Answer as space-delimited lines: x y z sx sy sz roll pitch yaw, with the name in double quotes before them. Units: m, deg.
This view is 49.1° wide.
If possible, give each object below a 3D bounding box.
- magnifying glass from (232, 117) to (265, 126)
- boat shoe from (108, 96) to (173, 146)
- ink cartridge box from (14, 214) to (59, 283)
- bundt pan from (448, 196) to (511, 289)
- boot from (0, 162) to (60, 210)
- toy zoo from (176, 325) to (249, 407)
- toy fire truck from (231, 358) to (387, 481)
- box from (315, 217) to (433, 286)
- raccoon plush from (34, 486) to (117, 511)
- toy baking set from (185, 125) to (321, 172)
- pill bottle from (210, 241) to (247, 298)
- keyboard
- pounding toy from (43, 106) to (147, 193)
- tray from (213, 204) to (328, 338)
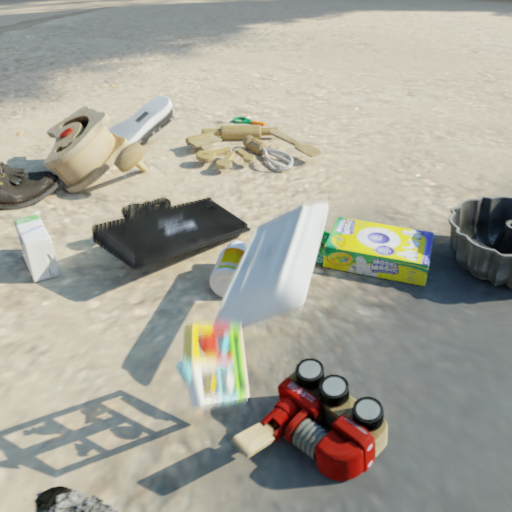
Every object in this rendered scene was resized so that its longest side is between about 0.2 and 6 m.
"magnifying glass" -0.238 -4.246 17.763 1.116 0.125 0.444 14 35 24
"boat shoe" -3.336 -3.498 15.865 0.891 0.845 2.550 32 68 27
"ink cartridge box" -4.214 -0.157 10.742 0.504 0.837 1.152 -18 37 -26
"bundt pan" 4.883 -0.204 10.739 2.486 0.933 2.486 0 34 0
"boot" -6.123 -2.331 12.442 3.030 2.638 1.049 -14 35 -20
"toy zoo" -0.518 1.335 6.902 0.147 0.940 1.432 -13 -15 24
"toy fire truck" 0.617 2.230 7.020 1.683 1.083 1.482 -37 47 -28
"box" 2.265 -0.159 11.043 2.260 0.547 1.326 9 34 16
"raccoon plush" -1.661 3.314 5.181 2.541 1.229 1.703 12 43 17
"toy baking set" -0.143 -2.988 15.602 3.628 0.422 2.784 -3 36 -5
"pill bottle" -0.434 0.208 10.358 0.635 0.635 1.144 5 33 8
"keyboard" -1.732 -0.573 11.144 1.867 0.399 3.110 35 34 27
"pounding toy" -4.081 -2.332 14.119 1.940 1.946 3.393 -44 37 -11
"tray" 0.237 0.050 9.066 1.641 0.339 3.057 -25 22 27
